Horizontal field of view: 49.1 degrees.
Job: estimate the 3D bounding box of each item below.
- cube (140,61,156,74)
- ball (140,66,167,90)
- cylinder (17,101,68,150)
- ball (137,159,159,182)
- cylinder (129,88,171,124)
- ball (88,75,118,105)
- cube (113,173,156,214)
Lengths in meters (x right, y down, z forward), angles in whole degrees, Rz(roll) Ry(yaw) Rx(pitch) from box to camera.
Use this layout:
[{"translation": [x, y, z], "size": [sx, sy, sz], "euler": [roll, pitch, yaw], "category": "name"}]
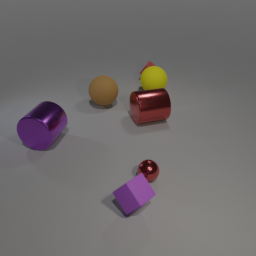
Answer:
[{"translation": [1.228, -3.315, 16.222], "size": [0.700, 0.700, 0.700], "euler": [38, 42, -7], "category": "cube"}, {"translation": [1.337, -2.504, 14.573], "size": [1.400, 1.400, 1.400], "euler": [0, 31, 0], "category": "ball"}, {"translation": [-3.205, -0.110, 10.585], "size": [1.400, 1.400, 1.400], "euler": [7, 31, 12], "category": "cylinder"}, {"translation": [0.643, 1.343, 8.845], "size": [0.700, 0.700, 0.700], "euler": [0, 31, 0], "category": "ball"}, {"translation": [0.927, -0.949, 11.987], "size": [1.400, 1.400, 1.400], "euler": [-9, 32, -15], "category": "cylinder"}, {"translation": [-1.152, -1.762, 13.168], "size": [1.400, 1.400, 1.400], "euler": [0, 31, 0], "category": "ball"}, {"translation": [0.168, 1.764, 7.548], "size": [0.700, 0.700, 0.700], "euler": [-24, 76, -47], "category": "cube"}]
